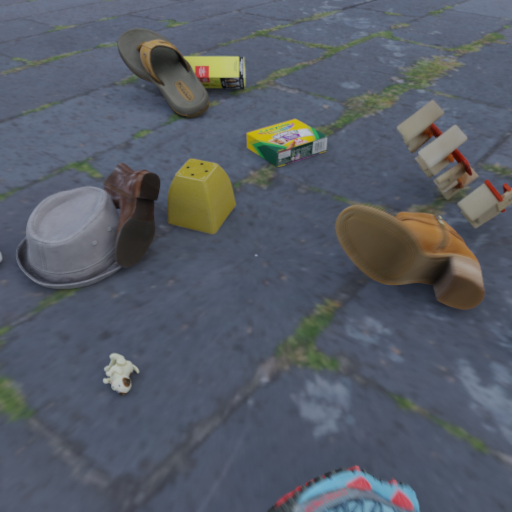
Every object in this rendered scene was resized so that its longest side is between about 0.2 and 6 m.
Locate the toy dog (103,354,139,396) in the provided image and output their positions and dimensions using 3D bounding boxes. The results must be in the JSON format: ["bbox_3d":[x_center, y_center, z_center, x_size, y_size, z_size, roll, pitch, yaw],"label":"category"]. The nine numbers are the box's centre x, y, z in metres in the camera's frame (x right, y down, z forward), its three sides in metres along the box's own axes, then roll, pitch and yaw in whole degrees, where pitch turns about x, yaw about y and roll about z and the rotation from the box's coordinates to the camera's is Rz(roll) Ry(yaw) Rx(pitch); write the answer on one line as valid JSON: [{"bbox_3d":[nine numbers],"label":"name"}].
[{"bbox_3d":[-1.788,1.610,7.393,0.468,0.337,0.483,25,25,-29],"label":"toy dog"}]

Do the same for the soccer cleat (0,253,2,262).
[{"bbox_3d":[-4.978,-0.221,9.590,1.571,0.549,0.678,8,37,11],"label":"soccer cleat"}]

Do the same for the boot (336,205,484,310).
[{"bbox_3d":[2.411,-0.351,8.934,2.572,0.986,1.997,23,30,-5],"label":"boot"}]

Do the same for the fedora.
[{"bbox_3d":[-3.019,-0.468,9.448,1.956,0.998,2.211,23,45,21],"label":"fedora"}]

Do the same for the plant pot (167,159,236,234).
[{"bbox_3d":[-1.053,-1.187,10.405,1.009,1.039,1.016,14,45,18],"label":"plant pot"}]

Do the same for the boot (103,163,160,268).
[{"bbox_3d":[-2.344,-0.774,9.835,0.585,1.697,1.821,19,1,-36],"label":"boot"}]

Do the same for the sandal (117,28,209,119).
[{"bbox_3d":[-2.457,-4.959,14.671,1.365,0.912,3.341,-34,71,-9],"label":"sandal"}]

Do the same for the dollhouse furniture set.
[{"bbox_3d":[3.751,-1.667,10.150,1.114,2.163,2.140,-38,65,15],"label":"dollhouse furniture set"}]

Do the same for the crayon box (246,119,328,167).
[{"bbox_3d":[0.704,-2.625,12.895,1.433,0.418,1.236,-22,42,-27],"label":"crayon box"}]

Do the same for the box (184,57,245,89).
[{"bbox_3d":[-1.577,-5.152,15.761,2.534,0.635,0.954,1,-2,0],"label":"box"}]

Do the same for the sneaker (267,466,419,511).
[{"bbox_3d":[0.995,2.536,5.007,2.082,0.826,0.994,24,31,-38],"label":"sneaker"}]
